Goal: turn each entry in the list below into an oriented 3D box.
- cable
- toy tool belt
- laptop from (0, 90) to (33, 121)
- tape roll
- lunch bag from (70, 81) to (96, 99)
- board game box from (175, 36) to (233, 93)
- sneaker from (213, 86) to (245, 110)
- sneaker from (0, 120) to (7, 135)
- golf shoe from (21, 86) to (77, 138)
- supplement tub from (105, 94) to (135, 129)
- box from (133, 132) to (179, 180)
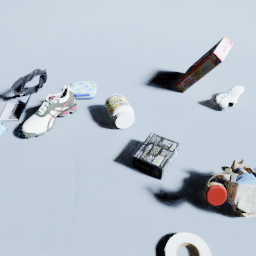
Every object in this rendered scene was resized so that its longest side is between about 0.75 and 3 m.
[{"bbox_3d":[-4.292,-2.017,12.647,1.797,1.466,0.456,-37,75,10],"label":"cable"},{"bbox_3d":[3.466,1.828,8.685,2.648,1.654,1.628,1,10,-3],"label":"toy tool belt"},{"bbox_3d":[-4.857,-1.001,12.182,1.369,0.794,1.282,-1,41,-1],"label":"laptop"},{"bbox_3d":[1.609,3.445,7.580,1.236,0.226,1.236,-1,42,1],"label":"tape roll"},{"bbox_3d":[-2.129,-1.781,13.269,1.243,0.513,0.999,-3,40,-3],"label":"lunch bag"},{"bbox_3d":[3.566,-2.946,13.169,0.595,2.571,1.947,44,48,-5],"label":"board game box"},{"bbox_3d":[4.717,-1.343,12.763,1.824,0.685,0.739,-27,61,-23],"label":"sneaker"},{"bbox_3d":[-5.504,-0.095,11.479,1.442,0.565,0.649,31,33,25],"label":"sneaker"},{"bbox_3d":[-3.337,-0.724,11.573,1.080,1.232,2.798,25,49,25],"label":"golf shoe"},{"bbox_3d":[-0.338,-0.704,11.711,0.978,0.978,1.355,-15,43,-16],"label":"supplement tub"},{"bbox_3d":[1.012,0.975,10.070,1.180,0.621,1.441,21,46,22],"label":"box"}]
